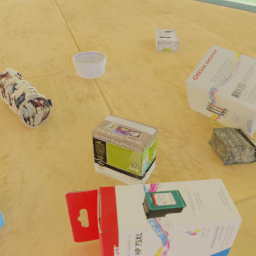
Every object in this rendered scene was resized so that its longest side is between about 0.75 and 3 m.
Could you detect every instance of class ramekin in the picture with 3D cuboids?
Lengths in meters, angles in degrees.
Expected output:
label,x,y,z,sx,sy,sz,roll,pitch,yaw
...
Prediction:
label,x,y,z,sx,sy,sz,roll,pitch,yaw
ramekin,-1.573,-2.589,11.579,1.358,0.713,1.358,0,36,0

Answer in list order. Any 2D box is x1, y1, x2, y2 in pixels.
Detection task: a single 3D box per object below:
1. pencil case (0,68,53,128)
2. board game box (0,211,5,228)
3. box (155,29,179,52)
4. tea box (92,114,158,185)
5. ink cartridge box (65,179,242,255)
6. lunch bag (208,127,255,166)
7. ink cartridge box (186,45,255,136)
label,x,y,z,sx,sy,sz,roll,pitch,yaw
pencil case,-3.456,-1.076,9.114,1.020,1.173,2.623,-7,32,-41
board game box,-4.070,2.243,5.115,2.080,0.548,2.718,16,39,21
box,1.945,-4.495,14.311,1.074,0.554,1.841,0,36,0
tea box,-0.068,0.542,6.799,1.330,1.308,0.889,18,39,22
ink cartridge box,0.328,1.802,4.850,2.707,1.573,0.910,-3,36,-5
lunch bag,2.940,0.450,7.477,1.170,0.688,0.959,-2,36,-13
ink cartridge box,3.013,-1.100,8.162,2.127,1.538,1.545,31,76,29
